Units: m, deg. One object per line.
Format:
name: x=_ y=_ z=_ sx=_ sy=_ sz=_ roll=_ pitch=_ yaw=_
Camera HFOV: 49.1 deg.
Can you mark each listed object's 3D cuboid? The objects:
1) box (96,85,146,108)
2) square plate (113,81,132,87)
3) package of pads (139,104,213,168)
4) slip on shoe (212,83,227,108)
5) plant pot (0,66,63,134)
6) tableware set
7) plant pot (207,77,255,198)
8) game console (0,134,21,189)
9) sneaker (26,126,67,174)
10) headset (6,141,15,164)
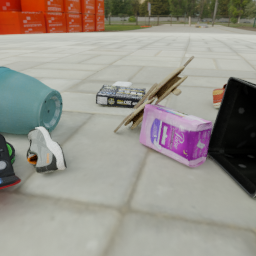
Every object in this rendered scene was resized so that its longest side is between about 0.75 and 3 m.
box: x=-0.250 y=-1.314 z=11.418 sx=1.870 sy=0.459 sz=1.507 roll=5 pitch=27 yaw=4
square plate: x=-0.305 y=-2.179 z=14.014 sx=0.902 sy=0.128 sz=0.893 roll=6 pitch=24 yaw=13
package of pads: x=1.154 y=0.140 z=7.262 sx=0.721 sy=1.149 sz=1.907 roll=-10 pitch=24 yaw=-39
slip on shoe: x=4.205 y=-1.458 z=11.253 sx=2.550 sy=0.780 sz=0.944 roll=-21 pitch=8 yaw=-39
plant pot: x=-3.074 y=-0.691 z=8.387 sx=1.871 sy=1.991 sz=1.991 roll=13 pitch=26 yaw=13
tableware set: x=0.827 y=-0.699 z=8.077 sx=0.576 sy=2.874 sz=1.900 roll=48 pitch=55 yaw=4
plant pot: x=3.305 y=0.171 z=6.372 sx=1.842 sy=2.071 sz=2.076 roll=5 pitch=21 yaw=-17
game console: x=-3.402 y=0.777 z=5.381 sx=2.228 sy=1.322 sz=1.920 roll=-12 pitch=60 yaw=-28
sneaker: x=-2.224 y=0.516 z=6.999 sx=0.766 sy=0.714 sz=1.932 roll=-19 pitch=29 yaw=-28
headset: x=-3.787 y=0.418 z=6.855 sx=2.062 sy=0.969 sz=1.273 roll=17 pitch=25 yaw=10
